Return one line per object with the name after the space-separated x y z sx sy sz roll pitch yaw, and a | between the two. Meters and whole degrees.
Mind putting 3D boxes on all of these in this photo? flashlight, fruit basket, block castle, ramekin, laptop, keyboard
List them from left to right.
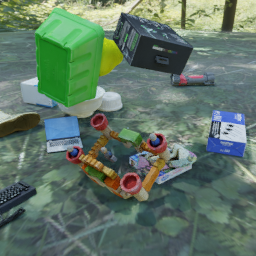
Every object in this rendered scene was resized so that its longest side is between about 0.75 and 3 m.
-3.250 2.000 6.850 1.393 0.226 2.192 19 32 35 | keyboard
-2.331 0.208 10.055 1.220 0.755 1.303 -7 26 -14 | laptop
-1.575 -2.454 9.636 2.240 3.105 3.105 27 31 12 | fruit basket
-0.917 -1.301 13.463 1.295 0.603 1.295 1 25 0 | ramekin
-0.336 0.681 7.576 2.613 1.226 1.746 20 66 38 | block castle
3.881 -3.020 16.867 2.585 0.875 0.878 -5 27 -7 | flashlight

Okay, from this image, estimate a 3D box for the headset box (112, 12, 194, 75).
0.729 -2.571 8.603 1.813 0.966 2.082 4 36 -26 | headset box

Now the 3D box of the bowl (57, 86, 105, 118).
-2.136 -1.122 12.551 2.259 1.015 2.259 -1 27 1 | bowl

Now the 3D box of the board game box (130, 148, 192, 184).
1.007 1.077 8.731 1.383 0.285 1.387 -18 31 -34 | board game box

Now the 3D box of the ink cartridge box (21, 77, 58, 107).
-3.911 -2.077 14.544 1.859 1.090 2.539 12 26 22 | ink cartridge box

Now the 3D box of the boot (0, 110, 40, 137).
-4.739 -0.352 11.335 1.968 0.709 1.522 -23 33 -37 | boot

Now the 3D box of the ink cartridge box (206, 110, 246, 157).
3.686 0.107 10.466 1.231 0.579 2.619 9 26 16 | ink cartridge box

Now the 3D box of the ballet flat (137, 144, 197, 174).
1.177 0.833 8.155 1.938 0.690 0.670 -9 30 -17 | ballet flat
